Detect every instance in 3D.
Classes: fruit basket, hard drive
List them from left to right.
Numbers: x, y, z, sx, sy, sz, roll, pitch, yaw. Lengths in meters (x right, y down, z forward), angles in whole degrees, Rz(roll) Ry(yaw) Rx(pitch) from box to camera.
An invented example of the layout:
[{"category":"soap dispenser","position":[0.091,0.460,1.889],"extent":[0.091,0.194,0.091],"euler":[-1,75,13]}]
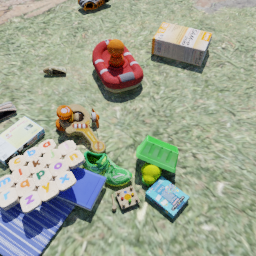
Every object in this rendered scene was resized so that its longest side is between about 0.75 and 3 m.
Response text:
[{"category":"hard drive","position":[-1.821,1.875,9.400],"extent":[1.859,0.236,1.227],"euler":[19,51,12]},{"category":"fruit basket","position":[0.943,1.226,9.923],"extent":[1.606,1.606,1.159],"euler":[5,16,4]}]

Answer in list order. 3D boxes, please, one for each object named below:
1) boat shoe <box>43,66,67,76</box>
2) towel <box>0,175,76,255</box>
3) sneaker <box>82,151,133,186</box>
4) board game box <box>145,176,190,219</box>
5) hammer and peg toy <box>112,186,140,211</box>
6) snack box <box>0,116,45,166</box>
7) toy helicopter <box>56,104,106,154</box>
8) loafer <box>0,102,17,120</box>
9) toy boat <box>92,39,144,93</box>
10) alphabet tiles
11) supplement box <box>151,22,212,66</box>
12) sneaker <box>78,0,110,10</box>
[{"category":"boat shoe","position":[-3.539,-2.744,13.506],"extent":[1.124,0.412,0.352],"euler":[-5,48,-5]},{"category":"towel","position":[-3.065,2.706,9.108],"extent":[2.165,0.357,2.990],"euler":[25,56,17]},{"category":"sneaker","position":[-0.792,1.402,9.794],"extent":[1.985,0.830,0.735],"euler":[20,53,16]},{"category":"board game box","position":[1.309,2.304,9.404],"extent":[1.185,0.278,0.895],"euler":[36,59,26]},{"category":"hammer and peg toy","position":[-0.152,2.345,9.339],"extent":[0.935,0.330,0.688],"euler":[-17,52,-14]},{"category":"snack box","position":[-4.351,0.455,10.880],"extent":[1.136,0.363,1.955],"euler":[30,57,23]},{"category":"toy helicopter","position":[-1.626,0.018,11.075],"extent":[1.679,1.001,2.539],"euler":[-27,66,-32]},{"category":"loafer","position":[-5.436,-0.515,11.577],"extent":[0.531,0.607,1.688],"euler":[41,58,21]},{"category":"toy boat","position":[-0.543,-3.185,12.863],"extent":[1.945,1.948,2.980],"euler":[-19,53,-15]},{"category":"alphabet tiles","position":[-2.949,1.491,9.442],"extent":[2.962,0.216,2.897],"euler":[-31,39,-15]},{"category":"supplement box","position":[2.763,-4.382,14.467],"extent":[2.711,0.997,1.709],"euler":[18,53,14]},{"category":"sneaker","position":[-2.017,-7.892,17.593],"extent":[2.173,0.851,0.839],"euler":[-20,65,-10]}]
